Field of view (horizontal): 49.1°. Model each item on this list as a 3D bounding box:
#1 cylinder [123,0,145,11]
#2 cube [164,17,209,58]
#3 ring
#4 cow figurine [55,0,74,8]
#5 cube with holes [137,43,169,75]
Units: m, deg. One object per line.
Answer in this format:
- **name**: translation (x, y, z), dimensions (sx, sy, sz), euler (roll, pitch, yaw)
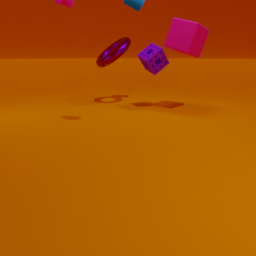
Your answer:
- **cylinder**: translation (0.267, -5.240, 11.365), dimensions (0.707, 0.707, 0.707), euler (22, 9, -19)
- **cube**: translation (2.177, -3.331, 10.387), dimensions (1.059, 1.059, 1.059), euler (29, 18, 33)
- **ring**: translation (-0.623, -3.227, 11.915), dimensions (1.785, 0.357, 1.785), euler (-32, 27, 18)
- **cow figurine**: translation (-1.506, -3.533, 7.062), dimensions (0.927, 0.942, 0.517), euler (-1, 57, 13)
- **cube with holes**: translation (0.994, -2.704, 10.990), dimensions (0.764, 0.764, 0.764), euler (-40, 41, -3)
